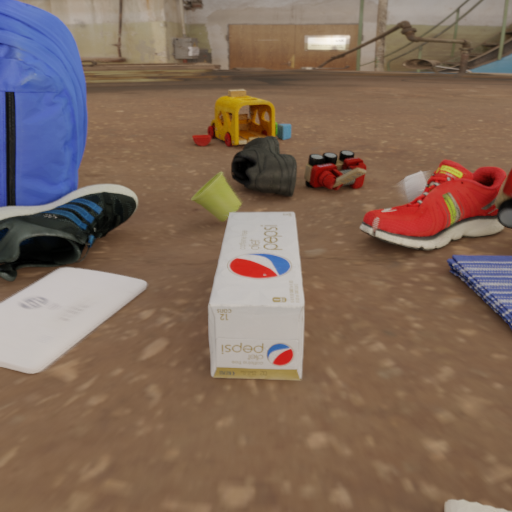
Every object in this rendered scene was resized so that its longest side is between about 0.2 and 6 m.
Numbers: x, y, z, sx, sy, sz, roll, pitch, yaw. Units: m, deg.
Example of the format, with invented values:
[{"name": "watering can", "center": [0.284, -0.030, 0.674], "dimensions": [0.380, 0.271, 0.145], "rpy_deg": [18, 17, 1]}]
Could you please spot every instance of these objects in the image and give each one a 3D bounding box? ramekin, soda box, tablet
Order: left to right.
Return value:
[{"name": "tablet", "center": [-2.589, 0.690, 7.038], "dimensions": [1.505, 0.158, 2.313], "rpy_deg": [8, 23, 19]}, {"name": "soda box", "center": [0.039, 0.330, 6.897], "dimensions": [0.983, 0.918, 2.885], "rpy_deg": [1, 22, 2]}, {"name": "ramekin", "center": [3.064, -1.253, 10.691], "dimensions": [0.324, 0.664, 0.664], "rpy_deg": [-12, 17, 24]}]

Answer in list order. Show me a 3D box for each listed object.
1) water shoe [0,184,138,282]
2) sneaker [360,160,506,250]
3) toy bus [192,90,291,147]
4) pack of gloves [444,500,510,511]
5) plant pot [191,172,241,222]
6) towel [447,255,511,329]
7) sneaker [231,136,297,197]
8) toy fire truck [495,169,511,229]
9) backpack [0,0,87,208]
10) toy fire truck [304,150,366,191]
[{"name": "water shoe", "center": [-2.911, -0.305, 8.774], "dimensions": [2.813, 1.006, 1.110], "rpy_deg": [-23, 57, -42]}, {"name": "sneaker", "center": [3.015, -0.950, 9.458], "dimensions": [3.106, 1.319, 1.196], "rpy_deg": [-13, 26, -29]}, {"name": "toy bus", "center": [-0.559, -4.362, 17.451], "dimensions": [2.975, 1.537, 2.807], "rpy_deg": [8, 24, 17]}, {"name": "pack of gloves", "center": [2.081, 1.980, 1.970], "dimensions": [3.053, 0.717, 3.634], "rpy_deg": [-5, 15, 25]}, {"name": "plant pot", "center": [-0.670, -1.017, 10.110], "dimensions": [0.744, 0.684, 0.744], "rpy_deg": [-40, 15, 13]}, {"name": "towel", "center": [3.690, 0.517, 7.431], "dimensions": [1.593, 0.262, 2.201], "rpy_deg": [0, 24, -7]}, {"name": "sneaker", "center": [-0.021, -2.078, 12.469], "dimensions": [1.250, 1.046, 2.755], "rpy_deg": [-1, 20, -15]}, {"name": "toy fire truck", "center": [4.823, -1.232, 8.351], "dimensions": [1.740, 1.977, 1.272], "rpy_deg": [26, 55, 14]}, {"name": "backpack", "center": [-5.118, -1.912, 8.677], "dimensions": [4.805, 3.905, 4.032], "rpy_deg": [2, 42, -22]}, {"name": "toy fire truck", "center": [1.948, -1.785, 12.220], "dimensions": [1.300, 0.950, 1.477], "rpy_deg": [-11, 36, -27]}]
